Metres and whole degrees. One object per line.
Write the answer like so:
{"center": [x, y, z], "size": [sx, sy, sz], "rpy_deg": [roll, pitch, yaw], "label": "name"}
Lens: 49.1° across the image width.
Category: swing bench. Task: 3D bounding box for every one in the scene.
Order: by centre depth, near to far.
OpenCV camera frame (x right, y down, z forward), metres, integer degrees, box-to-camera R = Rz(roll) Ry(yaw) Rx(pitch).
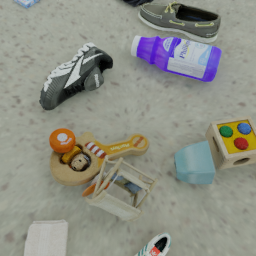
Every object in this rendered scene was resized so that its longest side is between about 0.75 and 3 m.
{"center": [-0.133, 1.312, 5.903], "size": [1.094, 0.713, 1.099], "rpy_deg": [33, 72, -26], "label": "swing bench"}

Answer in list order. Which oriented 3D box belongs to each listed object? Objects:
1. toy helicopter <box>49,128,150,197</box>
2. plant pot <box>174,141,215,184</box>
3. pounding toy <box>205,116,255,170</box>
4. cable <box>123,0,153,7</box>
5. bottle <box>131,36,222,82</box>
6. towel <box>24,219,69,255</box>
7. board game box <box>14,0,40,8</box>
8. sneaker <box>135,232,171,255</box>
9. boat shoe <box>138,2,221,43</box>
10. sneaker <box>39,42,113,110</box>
{"center": [-0.568, 0.712, 6.606], "size": [2.475, 0.976, 1.637], "rpy_deg": [-14, 54, -21], "label": "toy helicopter"}
{"center": [1.517, 0.862, 6.580], "size": [0.817, 0.800, 0.802], "rpy_deg": [-8, 59, 5], "label": "plant pot"}
{"center": [2.980, 0.468, 6.804], "size": [1.666, 0.762, 1.464], "rpy_deg": [-9, 59, -5], "label": "pounding toy"}
{"center": [0.336, -5.404, 10.481], "size": [1.889, 0.588, 2.315], "rpy_deg": [5, 59, 3], "label": "cable"}
{"center": [1.394, -2.165, 8.351], "size": [2.584, 0.844, 1.079], "rpy_deg": [18, 58, 10], "label": "bottle"}
{"center": [-1.701, 2.591, 5.828], "size": [0.870, 0.226, 1.313], "rpy_deg": [-3, 59, -1], "label": "towel"}
{"center": [-3.640, -4.877, 10.397], "size": [0.725, 0.175, 0.959], "rpy_deg": [34, 65, 18], "label": "board game box"}
{"center": [0.411, 2.580, 5.619], "size": [1.265, 0.591, 0.445], "rpy_deg": [-39, 67, -22], "label": "sneaker"}
{"center": [1.677, -3.707, 9.292], "size": [2.812, 0.841, 1.005], "rpy_deg": [23, 61, 13], "label": "boat shoe"}
{"center": [-1.332, -1.393, 7.872], "size": [1.187, 0.872, 2.623], "rpy_deg": [27, 60, 18], "label": "sneaker"}
